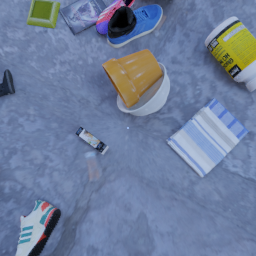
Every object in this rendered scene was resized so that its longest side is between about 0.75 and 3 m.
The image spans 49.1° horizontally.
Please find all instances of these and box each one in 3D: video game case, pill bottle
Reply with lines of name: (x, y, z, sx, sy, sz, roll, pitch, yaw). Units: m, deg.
video game case: (-1.601, -4.323, 10.533, 1.613, 0.153, 1.152, -30, 81, -6)
pill bottle: (3.866, -2.470, 9.579, 1.340, 1.340, 2.384, -36, 81, -6)

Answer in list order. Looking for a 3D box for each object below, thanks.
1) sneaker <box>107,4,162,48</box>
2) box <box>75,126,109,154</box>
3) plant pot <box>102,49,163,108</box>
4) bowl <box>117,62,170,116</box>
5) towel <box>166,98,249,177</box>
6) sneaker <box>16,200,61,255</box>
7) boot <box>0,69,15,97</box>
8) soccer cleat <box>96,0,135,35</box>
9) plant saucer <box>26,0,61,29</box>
sneaker: (0.279, -3.832, 9.839, 2.352, 1.308, 0.903, -32, 82, -6)
box: (-1.200, 0.423, 9.403, 1.113, 0.649, 0.335, 36, 84, 5)
plant pot: (0.216, -1.679, 8.861, 1.467, 1.603, 1.603, -32, 81, -1)
bowl: (0.667, -1.132, 9.311, 0.905, 2.014, 2.014, 39, 79, -34)
towel: (2.742, 0.303, 9.606, 2.396, 0.285, 1.760, -42, 83, -7)
sneaker: (-3.085, 3.331, 8.900, 1.020, 0.768, 2.181, 27, 81, 21)
boot: (-4.682, -1.521, 9.925, 1.144, 0.376, 0.943, -15, 78, 2)
soccer cleat: (-0.431, -4.229, 10.143, 0.681, 0.731, 1.996, 43, 80, -21)
plant saucer: (-3.191, -4.356, 10.474, 1.110, 0.266, 1.112, 9, 80, 2)
